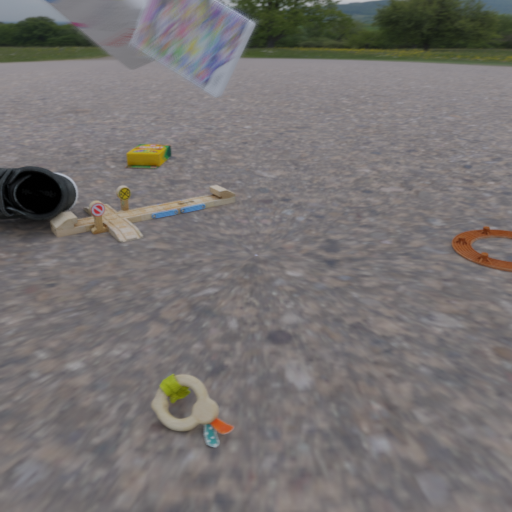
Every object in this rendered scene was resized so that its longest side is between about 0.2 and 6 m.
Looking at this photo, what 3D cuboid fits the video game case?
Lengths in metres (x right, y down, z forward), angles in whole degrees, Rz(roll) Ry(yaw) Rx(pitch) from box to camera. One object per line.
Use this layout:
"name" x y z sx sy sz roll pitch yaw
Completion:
"video game case" -0.751 -2.531 6.396 1.268 0.908 0.114 34 23 8

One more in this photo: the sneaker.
"sneaker" -4.356 -1.027 9.004 2.884 1.020 1.430 -4 5 -19

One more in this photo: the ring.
"ring" 3.798 -0.137 8.407 1.634 0.157 1.634 0 24 0

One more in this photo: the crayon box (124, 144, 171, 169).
"crayon box" -2.577 -2.387 13.390 0.808 0.323 1.272 2 24 6

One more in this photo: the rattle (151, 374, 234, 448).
"rattle" -0.513 1.383 4.944 0.757 0.541 0.493 23 61 13

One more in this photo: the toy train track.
"toy train track" -1.877 -0.944 9.798 3.321 0.540 1.905 -14 27 -30

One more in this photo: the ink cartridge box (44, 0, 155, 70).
"ink cartridge box" -1.782 -3.130 6.890 0.962 0.567 1.671 -9 -27 34
